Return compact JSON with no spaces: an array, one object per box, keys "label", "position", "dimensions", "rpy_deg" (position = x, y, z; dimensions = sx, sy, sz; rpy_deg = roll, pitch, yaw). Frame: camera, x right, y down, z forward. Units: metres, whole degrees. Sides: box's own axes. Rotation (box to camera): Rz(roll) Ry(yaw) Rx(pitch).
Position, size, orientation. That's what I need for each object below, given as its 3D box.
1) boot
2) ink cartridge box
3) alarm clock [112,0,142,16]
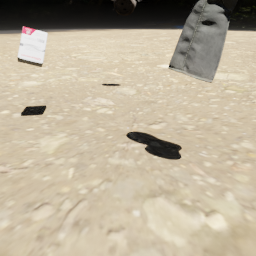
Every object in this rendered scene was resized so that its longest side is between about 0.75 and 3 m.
[{"label":"boot","position":[1.125,-1.923,5.049],"dimensions":[1.653,1.818,0.660],"rpy_deg":[35,35,29]},{"label":"ink cartridge box","position":[-2.647,-2.231,7.777],"dimensions":[0.669,0.922,0.384],"rpy_deg":[10,-11,-22]},{"label":"alarm clock","position":[-0.009,-4.474,10.000],"dimensions":[1.152,0.777,0.384],"rpy_deg":[-14,40,21]}]
